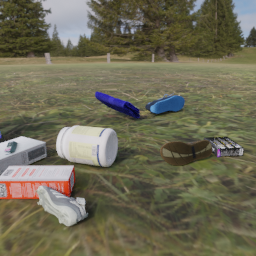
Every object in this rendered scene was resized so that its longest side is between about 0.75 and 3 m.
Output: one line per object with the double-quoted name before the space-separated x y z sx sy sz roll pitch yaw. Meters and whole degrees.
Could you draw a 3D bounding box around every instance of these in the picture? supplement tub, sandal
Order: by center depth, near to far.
"supplement tub" -1.049 0.452 7.311 1.369 0.993 0.993 6 17 19
"sandal" 1.533 0.608 7.513 1.595 0.652 0.435 -10 2 -25

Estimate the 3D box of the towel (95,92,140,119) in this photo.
"towel" -0.412 -1.000 11.476 1.748 0.433 1.291 23 -7 37

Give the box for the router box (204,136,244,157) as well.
"router box" 2.797 0.536 8.295 0.779 0.267 1.045 -2 17 -7

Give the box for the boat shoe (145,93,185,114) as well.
"boat shoe" 1.706 -1.172 12.825 2.151 0.905 0.738 -6 15 -39

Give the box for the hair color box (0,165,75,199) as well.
"hair color box" -1.913 1.136 5.963 1.450 0.444 0.736 1 17 -1

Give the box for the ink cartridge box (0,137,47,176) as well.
"ink cartridge box" -3.628 0.729 7.277 1.962 0.492 2.261 11 20 29

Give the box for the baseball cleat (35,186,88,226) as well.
"baseball cleat" -1.212 1.413 5.252 0.643 0.422 1.209 -8 27 -44
